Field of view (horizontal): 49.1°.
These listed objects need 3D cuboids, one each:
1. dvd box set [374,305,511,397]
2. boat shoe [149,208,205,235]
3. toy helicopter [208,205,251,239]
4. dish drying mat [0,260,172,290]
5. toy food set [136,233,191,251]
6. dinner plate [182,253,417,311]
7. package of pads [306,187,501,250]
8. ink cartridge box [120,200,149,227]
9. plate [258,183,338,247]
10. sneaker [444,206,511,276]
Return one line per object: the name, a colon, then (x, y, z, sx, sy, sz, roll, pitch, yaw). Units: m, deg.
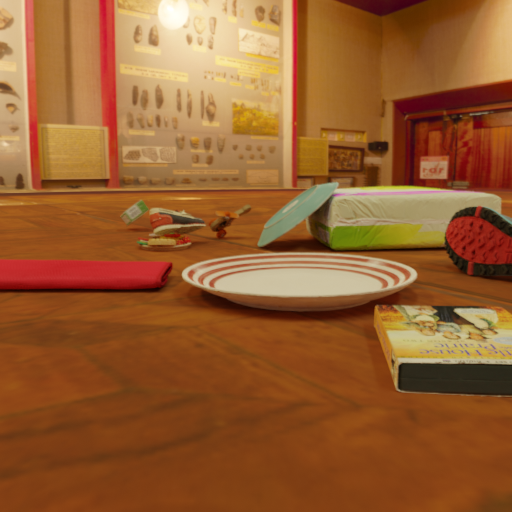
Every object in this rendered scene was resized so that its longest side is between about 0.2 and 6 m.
dvd box set: (1.852, 0.800, 5.153, 1.368, 0.275, 1.869, 0, 9, 7)
boat shoe: (-1.726, -0.779, 12.420, 0.594, 0.522, 1.668, -26, -10, 30)
toy helicopter: (-0.620, -0.955, 13.593, 1.141, 0.450, 0.754, -31, -19, -14)
dish drying mat: (-2.976, 0.299, 8.366, 3.300, 0.300, 1.267, 1, 10, 0)
toy food set: (-2.005, -0.306, 12.146, 1.156, 0.284, 1.168, 8, 12, 41)
dinner plate: (0.575, 0.340, 7.782, 3.185, 0.386, 3.185, 1, 8, 0)
package of pads: (3.163, -0.929, 12.913, 3.719, 1.268, 2.873, -1, 9, -6)
ink cartridge box: (-3.387, -1.161, 15.491, 0.604, 0.345, 1.163, -39, 9, -18)
plate: (0.837, -0.991, 12.297, 2.233, 0.285, 2.233, -39, 9, 7)
sneaker: (4.285, -0.028, 8.838, 1.340, 1.112, 2.805, 10, 9, -33)
